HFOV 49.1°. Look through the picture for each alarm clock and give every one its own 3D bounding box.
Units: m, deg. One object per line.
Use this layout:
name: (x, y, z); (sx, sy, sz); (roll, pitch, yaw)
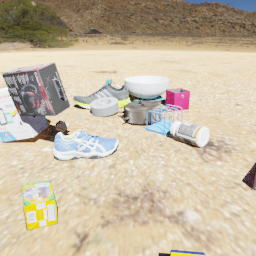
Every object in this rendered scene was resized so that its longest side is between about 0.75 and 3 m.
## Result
alarm clock: (0.873, -0.733, 11.996); (2.423, 0.807, 1.634); (-3, 17, -10)

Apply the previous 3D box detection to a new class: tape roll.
tape roll: (-1.080, -0.987, 12.955); (1.318, 0.436, 1.318); (-7, 27, 4)

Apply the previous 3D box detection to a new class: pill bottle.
pill bottle: (2.114, 0.173, 9.673); (0.709, 0.709, 1.219); (-18, 27, -40)

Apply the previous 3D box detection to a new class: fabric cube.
fabric cube: (2.429, -1.410, 13.759); (0.896, 0.911, 0.914); (-7, 21, -20)

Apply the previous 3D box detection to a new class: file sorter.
file sorter: (1.455, -0.371, 11.027); (0.919, 0.813, 1.325); (17, 26, 38)

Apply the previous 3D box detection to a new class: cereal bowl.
cereal bowl: (0.994, -2.161, 15.156); (2.439, 1.016, 2.439); (0, 18, 0)

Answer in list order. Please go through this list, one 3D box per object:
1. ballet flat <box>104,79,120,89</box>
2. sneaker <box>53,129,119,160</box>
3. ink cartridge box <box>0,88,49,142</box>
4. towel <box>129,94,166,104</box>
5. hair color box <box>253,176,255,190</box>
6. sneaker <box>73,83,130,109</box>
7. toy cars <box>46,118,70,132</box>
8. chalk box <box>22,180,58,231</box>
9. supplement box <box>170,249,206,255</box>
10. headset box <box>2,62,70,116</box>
ballet flat: (-0.833, -2.082, 15.932); (0.961, 1.038, 2.943); (23, 18, -15)
sneaker: (-1.270, 0.480, 8.689); (2.070, 0.797, 0.784); (-6, 19, -18)
ink cartridge box: (-3.860, -0.591, 9.883); (1.277, 1.740, 1.271); (-9, 17, 13)
towel: (0.936, -1.677, 15.461); (1.751, 0.259, 2.388); (-10, 22, -28)
hair color box: (3.944, 1.164, 7.191); (0.922, 0.532, 1.663); (15, 26, 35)
sneaker: (-1.289, -1.635, 13.991); (2.866, 1.160, 1.059); (-4, 20, -11)
toy cars: (-2.914, -0.084, 10.740); (1.743, 0.386, 0.782); (11, -19, 27)
chalk box: (-1.889, 1.552, 5.958); (0.630, 0.633, 1.017); (-7, 23, -19)
supplement box: (0.872, 2.314, 3.970); (0.546, 0.543, 0.998); (2, 20, 6)
headset box: (-2.676, -1.120, 8.380); (1.905, 1.416, 0.715); (1, 29, 35)
